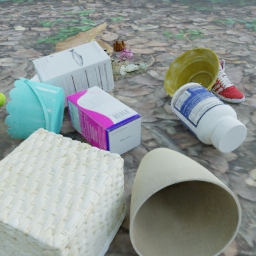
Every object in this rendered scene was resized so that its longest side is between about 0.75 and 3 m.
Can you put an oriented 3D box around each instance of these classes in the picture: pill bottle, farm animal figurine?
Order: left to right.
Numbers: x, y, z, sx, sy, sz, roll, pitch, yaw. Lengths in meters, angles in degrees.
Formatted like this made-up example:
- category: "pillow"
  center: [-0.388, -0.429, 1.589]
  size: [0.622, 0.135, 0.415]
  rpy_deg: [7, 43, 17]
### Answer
- category: "farm animal figurine"
  center: [-0.916, -3.393, 14.992]
  size: [2.750, 1.450, 2.781]
  rpy_deg: [-9, 39, 9]
- category: "pill bottle"
  center: [3.006, -0.408, 10.594]
  size: [1.613, 1.613, 2.907]
  rpy_deg: [-14, 39, -18]

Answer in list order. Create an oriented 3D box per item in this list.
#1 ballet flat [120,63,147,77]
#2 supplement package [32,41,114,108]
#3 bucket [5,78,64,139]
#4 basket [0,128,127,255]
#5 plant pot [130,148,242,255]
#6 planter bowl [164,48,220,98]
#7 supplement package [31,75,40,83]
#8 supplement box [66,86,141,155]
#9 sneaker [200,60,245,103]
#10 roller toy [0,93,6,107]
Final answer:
- category: "ballet flat"
  center: [0.057, -2.097, 9.912]
  size: [1.345, 0.456, 0.506]
  rpy_deg: [-2, -3, 44]
- category: "supplement package"
  center: [-2.300, -2.282, 12.131]
  size: [2.905, 1.704, 1.698]
  rpy_deg: [-24, 50, -16]
- category: "bucket"
  center: [-3.327, -0.597, 10.367]
  size: [1.536, 2.361, 2.361]
  rpy_deg: [8, 36, -2]
- category: "basket"
  center: [-1.852, 1.946, 6.824]
  size: [2.870, 2.329, 2.896]
  rpy_deg: [17, 41, 20]
- category: "plant pot"
  center: [1.135, 1.660, 7.385]
  size: [2.527, 2.527, 2.698]
  rpy_deg: [-4, 24, -5]
- category: "planter bowl"
  center: [3.155, -2.272, 13.108]
  size: [2.724, 1.134, 2.724]
  rpy_deg: [-20, 55, 32]
- category: "supplement package"
  center: [-4.088, -2.227, 13.770]
  size: [0.819, 0.809, 1.350]
  rpy_deg: [8, 37, 10]
- category: "supplement box"
  center: [-0.967, -0.287, 10.574]
  size: [1.432, 1.463, 2.830]
  rpy_deg: [-26, 45, -29]
- category: "sneaker"
  center: [4.497, -2.315, 13.296]
  size: [0.950, 1.499, 2.666]
  rpy_deg: [-19, 40, -24]
- category: "roller toy"
  center: [-6.929, -1.395, 11.645]
  size: [2.548, 1.952, 2.793]
  rpy_deg: [28, 45, 34]
